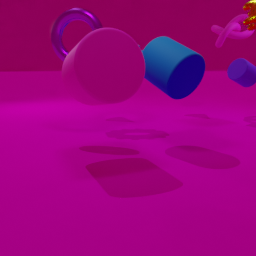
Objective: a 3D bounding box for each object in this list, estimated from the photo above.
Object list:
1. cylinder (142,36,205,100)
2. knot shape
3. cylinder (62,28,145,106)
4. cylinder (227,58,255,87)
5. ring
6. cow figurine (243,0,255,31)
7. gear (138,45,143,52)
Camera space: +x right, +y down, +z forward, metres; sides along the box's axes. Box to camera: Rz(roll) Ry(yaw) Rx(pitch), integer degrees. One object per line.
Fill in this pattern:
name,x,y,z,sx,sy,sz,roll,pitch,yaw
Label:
cylinder,1.000,-1.392,6.471,1.109,1.109,1.109,-9,39,-36
knot shape,3.792,-3.598,10.513,1.615,0.746,1.511,3,36,48
cylinder,-0.522,-1.107,5.428,1.308,1.308,1.308,-5,5,-22
cylinder,3.893,-1.853,9.449,0.763,0.763,0.763,18,1,-33
ring,-1.262,-2.262,7.009,1.402,1.402,0.280,2,10,10
cow figurine,4.109,-3.628,8.343,1.234,1.254,0.688,-11,-28,44
gear,-0.399,-2.091,8.459,1.734,0.321,1.734,-3,45,3
